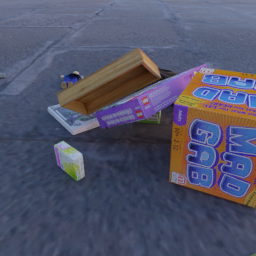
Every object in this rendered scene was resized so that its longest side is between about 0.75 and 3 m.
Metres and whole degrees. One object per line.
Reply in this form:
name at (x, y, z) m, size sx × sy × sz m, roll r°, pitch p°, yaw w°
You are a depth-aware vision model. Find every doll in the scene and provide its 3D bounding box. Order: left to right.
doll at (-2.131, -1.864, 10.553) m, size 0.879 × 0.312 × 1.288 m, roll 5°, pitch 31°, yaw 6°

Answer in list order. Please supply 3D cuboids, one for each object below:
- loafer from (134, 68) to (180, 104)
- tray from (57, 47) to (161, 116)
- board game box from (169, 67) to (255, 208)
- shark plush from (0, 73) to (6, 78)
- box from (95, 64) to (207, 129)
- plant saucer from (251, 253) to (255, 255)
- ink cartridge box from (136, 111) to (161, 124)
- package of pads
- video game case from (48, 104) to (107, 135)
loafer at (1.333, -1.345, 9.153) m, size 2.933 × 1.071 × 1.041 m, roll 22°, pitch 27°, yaw 22°
tray at (-0.467, -1.063, 6.988) m, size 2.357 × 0.436 × 1.162 m, roll -25°, pitch -20°, yaw 21°
board game box at (2.008, 0.081, 5.522) m, size 1.836 × 1.834 × 1.835 m, roll 14°, pitch 36°, yaw 23°
shark plush at (-5.989, -1.753, 10.339) m, size 2.633 × 1.196 × 1.097 m, roll -1°, pitch 44°, yaw -44°
box at (0.647, -0.781, 6.951) m, size 2.547 × 0.498 × 1.743 m, roll -30°, pitch 10°, yaw -35°
plant saucer at (2.483, 2.411, 3.183) m, size 2.677 × 0.416 × 2.677 m, roll -1°, pitch 30°, yaw 0°
ink cartridge box at (0.579, -0.608, 8.291) m, size 0.825 × 0.423 × 1.116 m, roll 5°, pitch 31°, yaw 9°
package of pads at (-1.241, 0.674, 5.944) m, size 0.265 × 0.601 × 0.778 m, roll -27°, pitch 40°, yaw -37°
video game case at (-1.324, -0.445, 8.251) m, size 1.523 × 0.196 × 1.675 m, roll -20°, pitch 36°, yaw -31°
